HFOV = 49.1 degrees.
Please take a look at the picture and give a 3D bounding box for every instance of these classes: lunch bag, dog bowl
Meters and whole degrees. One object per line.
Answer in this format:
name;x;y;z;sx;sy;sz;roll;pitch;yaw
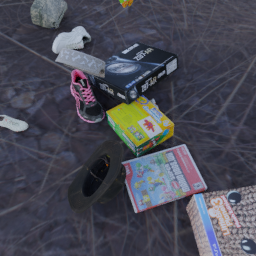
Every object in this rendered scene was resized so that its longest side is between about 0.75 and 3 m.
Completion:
lunch bag;-3.832;-5.714;13.729;1.363;1.132;1.625;15;60;1
dog bowl;-1.631;-2.322;9.971;1.809;1.809;0.531;19;96;13

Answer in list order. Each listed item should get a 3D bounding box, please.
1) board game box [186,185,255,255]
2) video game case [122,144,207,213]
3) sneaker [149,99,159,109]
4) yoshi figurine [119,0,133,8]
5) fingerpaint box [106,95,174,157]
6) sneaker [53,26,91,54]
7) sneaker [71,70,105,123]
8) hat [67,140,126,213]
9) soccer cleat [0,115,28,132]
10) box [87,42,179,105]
board game box;3.196;2.829;7.961;2.472;1.197;1.971;-8;57;-6
video game case;1.135;1.618;9.373;2.473;0.216;1.768;-15;58;-10
sneaker;0.972;-0.803;10.989;0.355;0.292;0.772;-19;50;-4
yoshi figurine;-0.229;-5.106;10.590;0.556;0.558;0.992;-37;82;14
fingerpaint box;0.423;-0.150;10.177;1.634;0.718;1.958;-30;55;-19
sneaker;-2.513;-3.919;12.784;1.959;0.763;0.974;-40;68;-22
sneaker;-1.643;-1.289;10.744;0.972;1.174;2.461;-21;58;-18
hat;-0.752;1.648;8.793;2.498;1.008;2.498;-35;32;26
soccer cleat;-4.375;-0.197;10.416;1.296;0.503;0.449;12;57;7
box;0.210;-2.334;11.329;2.957;0.644;2.369;-37;48;-25
